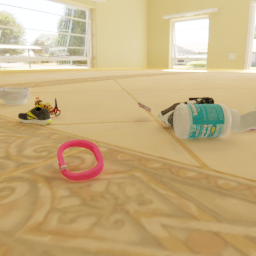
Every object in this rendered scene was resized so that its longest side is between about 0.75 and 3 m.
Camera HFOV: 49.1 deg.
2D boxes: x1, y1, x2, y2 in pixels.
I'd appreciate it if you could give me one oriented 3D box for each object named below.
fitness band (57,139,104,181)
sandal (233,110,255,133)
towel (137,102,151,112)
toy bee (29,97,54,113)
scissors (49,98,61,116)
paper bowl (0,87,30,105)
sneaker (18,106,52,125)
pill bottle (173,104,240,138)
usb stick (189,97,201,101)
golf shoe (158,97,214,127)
[{"bbox_3d":[-1.079,0.676,6.309,0.974,0.254,1.356,-9,31,-18],"label":"fitness band"},{"bbox_3d":[4.210,-0.197,9.760,1.810,0.736,0.445,-6,-24,-21],"label":"sandal"},{"bbox_3d":[0.664,-0.825,11.200,0.562,0.089,0.781,26,0,9],"label":"towel"},{"bbox_3d":[-3.888,-1.001,12.377,1.269,0.690,0.831,1,17,5],"label":"toy bee"},{"bbox_3d":[-2.845,-0.845,11.251,0.476,0.091,1.302,6,-33,-26],"label":"scissors"},{"bbox_3d":[-5.892,-1.663,14.568,1.533,0.797,1.533,0,15,0],"label":"paper bowl"},{"bbox_3d":[-3.532,-0.526,10.644,1.554,0.658,0.579,7,16,23],"label":"sneaker"},{"bbox_3d":[2.455,-0.230,8.781,1.901,1.053,1.053,-2,15,-6],"label":"pill bottle"},{"bbox_3d":[3.906,-1.622,15.660,1.002,0.163,0.278,-1,21,-6],"label":"usb stick"},{"bbox_3d":[2.235,-0.661,10.466,2.675,1.040,1.264,-13,20,-42],"label":"golf shoe"}]
